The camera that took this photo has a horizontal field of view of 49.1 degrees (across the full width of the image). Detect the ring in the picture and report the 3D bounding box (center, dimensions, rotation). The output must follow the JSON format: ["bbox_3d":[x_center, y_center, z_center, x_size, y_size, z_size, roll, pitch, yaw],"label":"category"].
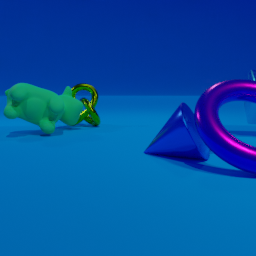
[{"bbox_3d":[1.525,-0.066,3.380,1.447,0.289,1.447,2,50,-2],"label":"ring"}]

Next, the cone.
[{"bbox_3d":[0.582,0.198,3.998,0.851,0.848,0.848,-26,-4,24],"label":"cone"}]

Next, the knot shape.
[{"bbox_3d":[-1.260,-0.498,7.619,1.153,1.232,0.569,-34,-19,36],"label":"knot shape"}]

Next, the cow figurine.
[{"bbox_3d":[-1.866,-0.528,6.332,1.726,0.947,1.698,21,15,-21],"label":"cow figurine"}]

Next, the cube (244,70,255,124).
[{"bbox_3d":[2.899,-0.620,5.674,0.851,0.851,0.851,5,33,14],"label":"cube"}]
